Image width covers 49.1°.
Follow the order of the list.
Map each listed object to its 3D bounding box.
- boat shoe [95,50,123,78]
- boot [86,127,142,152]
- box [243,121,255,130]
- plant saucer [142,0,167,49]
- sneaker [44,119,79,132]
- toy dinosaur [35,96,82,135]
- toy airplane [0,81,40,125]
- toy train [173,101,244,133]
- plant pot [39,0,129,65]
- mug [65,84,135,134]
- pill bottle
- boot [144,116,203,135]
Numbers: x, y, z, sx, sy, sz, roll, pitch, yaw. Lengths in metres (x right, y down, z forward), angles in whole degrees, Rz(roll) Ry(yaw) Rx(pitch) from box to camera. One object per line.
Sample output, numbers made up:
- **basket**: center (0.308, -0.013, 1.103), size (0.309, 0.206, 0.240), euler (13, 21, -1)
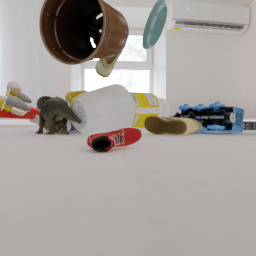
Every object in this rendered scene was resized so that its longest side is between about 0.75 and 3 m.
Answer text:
- **boat shoe**: center (-0.664, -3.429, 12.212), size (1.008, 2.750, 0.862), euler (21, -31, -17)
- **boot**: center (-0.154, 0.201, 4.577), size (0.974, 0.353, 0.703), euler (-9, 6, -17)
- **box**: center (4.517, -0.103, 10.738), size (1.353, 0.299, 1.084), euler (1, 3, 12)
- **plant saucer**: center (1.031, -3.738, 10.249), size (0.252, 1.840, 1.840), euler (25, 9, 12)
- **sneaker**: center (-2.117, -0.326, 9.702), size (1.267, 0.819, 2.336), euler (-8, 14, -35)
- **toy dinosaur**: center (-2.158, -0.429, 8.168), size (0.920, 1.222, 2.390), euler (-2, 3, -33)
- **toy airplane**: center (-5.153, -1.144, 13.186), size (2.967, 2.094, 2.954), euler (11, 13, 27)
- **toy train**: center (2.472, -0.268, 8.777), size (1.228, 0.932, 2.150), euler (9, -6, -41)
- **plant pot**: center (-1.049, -2.784, 7.874), size (2.004, 2.004, 1.984), euler (1, 12, 24)
- **mug**: center (-1.001, -0.482, 8.444), size (1.904, 1.525, 1.563), euler (-5, 7, 45)
- **pill bottle**: center (0.525, -0.819, 12.561), size (2.837, 1.579, 1.579), euler (-2, 4, -40)
- **boot**: center (1.310, -0.084, 8.159), size (1.439, 0.524, 1.119), euler (4, 5, 40)
